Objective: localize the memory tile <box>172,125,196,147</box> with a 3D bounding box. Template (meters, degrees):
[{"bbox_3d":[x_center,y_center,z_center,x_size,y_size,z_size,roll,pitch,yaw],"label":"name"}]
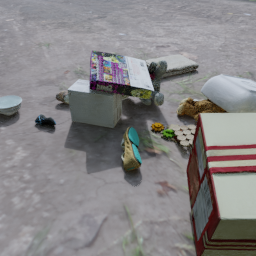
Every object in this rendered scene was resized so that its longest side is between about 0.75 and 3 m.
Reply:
[{"bbox_3d":[2.047,0.254,9.480,0.892,0.098,1.163,-6,34,-9],"label":"memory tile"}]

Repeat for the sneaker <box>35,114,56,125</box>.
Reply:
[{"bbox_3d":[-3.059,-0.218,10.413,0.944,0.345,0.386,14,48,33],"label":"sneaker"}]

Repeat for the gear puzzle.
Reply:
[{"bbox_3d":[1.744,0.103,9.918,1.991,0.261,1.031,19,38,27],"label":"gear puzzle"}]

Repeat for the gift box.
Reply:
[{"bbox_3d":[2.785,1.205,5.571,2.712,2.905,2.680,0,55,1],"label":"gift box"}]

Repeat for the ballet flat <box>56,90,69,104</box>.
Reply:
[{"bbox_3d":[-2.185,-1.283,11.785,1.693,0.576,0.569,-8,39,-10],"label":"ballet flat"}]

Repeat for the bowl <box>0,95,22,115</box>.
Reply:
[{"bbox_3d":[-4.749,-0.841,11.150,1.096,0.492,1.096,0,33,0],"label":"bowl"}]

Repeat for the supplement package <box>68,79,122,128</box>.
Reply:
[{"bbox_3d":[-1.199,-0.917,10.467,1.745,1.359,0.967,10,35,15],"label":"supplement package"}]

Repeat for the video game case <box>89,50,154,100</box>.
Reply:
[{"bbox_3d":[-0.298,-2.028,10.429,2.239,0.442,2.470,8,37,-13],"label":"video game case"}]

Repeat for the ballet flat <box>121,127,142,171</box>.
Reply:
[{"bbox_3d":[0.021,0.621,8.864,0.593,0.645,1.880,-33,28,16],"label":"ballet flat"}]

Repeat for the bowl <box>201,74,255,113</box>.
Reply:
[{"bbox_3d":[4.469,-1.269,10.801,2.601,0.972,2.605,4,27,-26],"label":"bowl"}]

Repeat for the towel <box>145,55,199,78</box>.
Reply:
[{"bbox_3d":[2.270,-3.341,15.025,2.672,0.461,1.771,-15,38,-23],"label":"towel"}]

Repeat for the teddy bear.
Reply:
[{"bbox_3d":[2.997,-0.726,10.928,2.225,0.743,1.613,-3,25,9],"label":"teddy bear"}]

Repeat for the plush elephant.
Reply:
[{"bbox_3d":[0.458,-1.911,11.687,1.728,1.839,2.232,7,2,-14],"label":"plush elephant"}]
